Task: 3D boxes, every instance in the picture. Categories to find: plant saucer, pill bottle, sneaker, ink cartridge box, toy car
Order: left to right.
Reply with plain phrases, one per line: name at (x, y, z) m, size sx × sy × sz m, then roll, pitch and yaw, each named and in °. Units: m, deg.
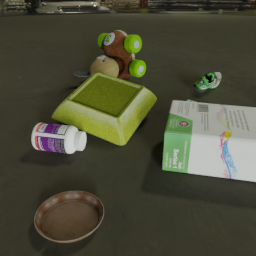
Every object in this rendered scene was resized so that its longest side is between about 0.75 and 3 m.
pill bottle at (-1.930, 0.297, 7.909) m, size 1.404 × 0.789 × 0.789 m, roll 7°, pitch 28°, yaw 11°
plant saucer at (-1.163, 1.795, 5.640) m, size 1.369 × 0.236 × 1.369 m, roll 1°, pitch 27°, yaw 0°
toy car at (-1.072, -3.057, 13.154) m, size 2.941 × 2.320 × 2.416 m, roll -35°, pitch 38°, yaw -31°
plant saucer at (-0.712, -0.921, 9.350) m, size 2.710 × 0.649 × 2.706 m, roll 21°, pitch 47°, yaw 17°
sneaker at (3.718, -2.148, 12.498) m, size 1.752 × 0.746 × 0.684 m, roll -30°, pitch 76°, yaw -38°
ink cartridge box at (2.484, 0.270, 7.487) m, size 2.883 × 1.211 × 2.088 m, roll 6°, pitch 28°, yaw 12°

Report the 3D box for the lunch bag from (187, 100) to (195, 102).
lunch bag at (2.340, -0.460, 9.072) m, size 0.622 × 1.021 × 0.870 m, roll -50°, pitch 46°, yaw -8°
